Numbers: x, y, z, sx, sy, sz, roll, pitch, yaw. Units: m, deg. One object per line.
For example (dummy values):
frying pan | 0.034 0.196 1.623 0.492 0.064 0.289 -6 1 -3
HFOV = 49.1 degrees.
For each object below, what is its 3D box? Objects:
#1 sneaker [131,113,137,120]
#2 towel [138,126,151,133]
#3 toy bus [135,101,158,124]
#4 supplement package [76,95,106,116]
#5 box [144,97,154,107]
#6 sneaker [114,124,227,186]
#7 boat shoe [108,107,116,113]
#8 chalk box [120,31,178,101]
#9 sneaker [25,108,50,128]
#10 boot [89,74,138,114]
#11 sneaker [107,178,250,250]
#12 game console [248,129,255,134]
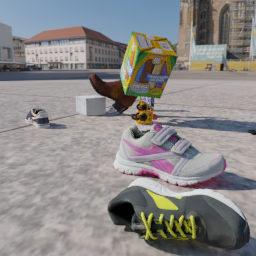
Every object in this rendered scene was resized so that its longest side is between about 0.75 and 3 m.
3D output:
sneaker | 0.604 -0.545 12.840 0.946 0.381 0.353 9 13 37
towel | 0.666 0.047 10.699 0.892 0.154 0.591 -10 17 -38
toy bus | 0.846 -0.661 12.142 0.929 0.968 0.657 4 7 -18
supplement package | -1.930 -1.198 14.551 1.160 0.892 1.213 -8 15 -32
box | 1.182 -1.786 15.486 0.453 1.294 0.416 2 3 35
sneaker | 0.858 0.513 6.308 2.606 1.149 1.060 5 14 22
boat shoe | -0.890 -0.992 15.085 0.291 0.264 0.792 4 13 16
chalk box | 0.679 -2.391 11.956 1.671 2.695 1.682 5 42 -19
sneaker | -3.828 -0.504 11.875 0.737 0.746 1.878 -12 16 -37
boot | -0.229 -2.414 13.571 2.743 2.582 0.939 -43 3 21
sneaker | 0.575 1.318 3.946 0.904 0.796 2.137 -20 14 -42
game console | 5.061 0.138 10.313 1.271 0.153 0.750 1 12 -2
